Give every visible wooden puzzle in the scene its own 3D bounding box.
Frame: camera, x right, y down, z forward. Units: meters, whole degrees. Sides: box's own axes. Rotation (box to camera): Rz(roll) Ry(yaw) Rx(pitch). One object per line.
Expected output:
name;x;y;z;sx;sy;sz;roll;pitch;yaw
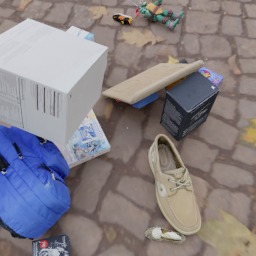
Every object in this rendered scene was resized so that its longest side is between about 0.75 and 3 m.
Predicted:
wooden puzzle;0.754;-1.441;9.474;2.690;0.672;2.905;-29;19;-17

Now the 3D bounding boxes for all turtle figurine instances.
turtle figurine;1.240;-5.288;12.446;2.312;1.164;1.731;30;75;1

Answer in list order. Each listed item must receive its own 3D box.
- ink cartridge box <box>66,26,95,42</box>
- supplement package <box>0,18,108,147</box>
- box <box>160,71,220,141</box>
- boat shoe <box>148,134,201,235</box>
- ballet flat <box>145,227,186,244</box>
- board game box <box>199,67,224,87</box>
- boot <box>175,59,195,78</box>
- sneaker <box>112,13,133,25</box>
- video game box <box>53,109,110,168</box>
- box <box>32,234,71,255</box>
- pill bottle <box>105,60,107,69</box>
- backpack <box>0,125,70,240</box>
ink cartridge box;-2.008;-3.447;11.435;1.121;0.823;0.819;27;61;15
supplement package;-1.872;-1.089;6.326;2.127;1.564;2.034;22;45;6
box;1.921;-0.656;9.005;1.380;1.866;0.973;-33;65;-20
boat shoe;1.316;1.532;8.101;1.063;0.957;2.945;-10;56;-10
ballet flat;1.017;2.886;7.596;1.106;0.416;0.375;9;62;6
board game box;3.101;-1.918;10.815;0.942;0.211;0.633;35;64;20
boot;1.994;-1.872;10.615;1.254;0.499;1.521;-19;59;-10
sneaker;-0.282;-4.894;12.665;0.936;0.327;0.421;12;55;5
video game box;-1.891;0.153;9.093;1.954;0.502;2.145;-24;72;-11
box;-1.948;3.370;7.223;0.910;0.520;0.999;-10;58;-8
pill bottle;-2.270;-2.615;10.496;2.663;1.504;1.504;24;60;15
backpack;-2.709;1.345;7.382;2.295;2.223;2.735;-40;68;-9
